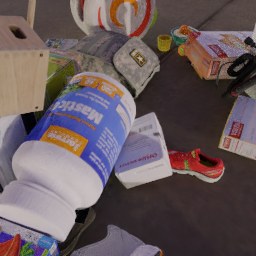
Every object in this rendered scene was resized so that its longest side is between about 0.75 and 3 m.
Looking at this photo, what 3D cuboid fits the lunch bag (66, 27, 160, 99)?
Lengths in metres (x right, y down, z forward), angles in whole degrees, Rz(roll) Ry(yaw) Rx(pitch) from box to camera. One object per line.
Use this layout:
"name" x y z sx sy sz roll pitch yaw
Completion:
"lunch bag" -0.341 -1.885 8.260 2.311 1.359 1.895 20 45 14

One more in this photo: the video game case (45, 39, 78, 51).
"video game case" -2.571 -2.993 10.430 1.175 0.142 1.289 3 42 4

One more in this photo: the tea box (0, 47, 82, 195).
"tea box" -2.883 -0.464 6.105 2.904 1.940 2.857 15 43 16

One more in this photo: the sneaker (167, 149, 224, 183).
"sneaker" 1.313 0.643 5.884 1.395 0.592 0.537 14 43 16

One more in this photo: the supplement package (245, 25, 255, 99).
"supplement package" 4.559 -1.773 7.548 2.144 2.050 1.577 -8 42 -9

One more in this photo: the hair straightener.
"hair straightener" 3.071 -1.584 6.741 0.608 2.974 1.144 1 71 -17

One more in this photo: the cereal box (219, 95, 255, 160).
"cereal box" 3.598 0.173 6.487 2.543 0.503 1.830 20 44 22

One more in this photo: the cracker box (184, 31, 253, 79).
"cracker box" 3.520 -2.423 9.099 2.852 0.823 1.910 -5 41 -12

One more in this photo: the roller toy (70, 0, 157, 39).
"roller toy" -0.611 -4.438 10.069 2.704 2.964 2.071 -38 47 -2

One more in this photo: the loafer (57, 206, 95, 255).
"loafer" -0.977 1.712 4.818 0.405 0.375 1.076 20 45 22

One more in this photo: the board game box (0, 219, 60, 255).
"board game box" -2.129 1.914 3.907 1.908 0.427 1.283 13 43 15

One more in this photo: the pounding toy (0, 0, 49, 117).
"pounding toy" -1.751 -1.169 4.423 0.999 1.293 1.405 -14 49 -36

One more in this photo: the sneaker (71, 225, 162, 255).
"sneaker" -0.658 2.347 3.823 1.139 0.937 2.476 24 39 35

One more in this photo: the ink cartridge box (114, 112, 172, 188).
"ink cartridge box" 0.266 0.451 5.885 1.016 0.586 1.391 -20 41 13

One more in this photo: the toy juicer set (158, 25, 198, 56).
"toy juicer set" 2.371 -3.474 10.574 1.586 0.678 2.493 28 48 29

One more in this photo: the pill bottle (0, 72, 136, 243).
"pill bottle" -0.987 0.418 4.929 1.561 1.561 2.786 13 50 14

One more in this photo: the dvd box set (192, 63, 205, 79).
"dvd box set" 2.592 -1.924 9.172 0.734 0.147 1.003 -4 41 -9
